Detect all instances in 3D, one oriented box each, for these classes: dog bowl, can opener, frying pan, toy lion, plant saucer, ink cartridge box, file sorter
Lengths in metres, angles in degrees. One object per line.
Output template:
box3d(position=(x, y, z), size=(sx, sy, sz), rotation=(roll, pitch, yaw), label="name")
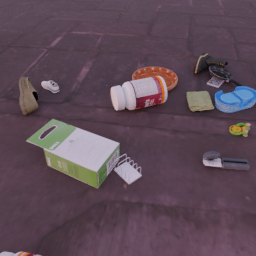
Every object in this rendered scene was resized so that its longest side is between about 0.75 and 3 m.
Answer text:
box3d(position=(4.855, -1.266, 12.587), size=(2.088, 0.517, 1.164), rotation=(-15, 42, -16), label="dog bowl")
box3d(position=(3.399, 1.129, 9.696), size=(1.586, 0.530, 0.423), rotation=(4, 40, 5), label="can opener")
box3d(position=(5.060, -2.585, 14.232), size=(2.115, 0.344, 1.279), rotation=(35, 42, 19), label="frying pan")
box3d(position=(4.482, 0.041, 11.270), size=(0.720, 0.258, 0.752), rotation=(14, 41, 28), label="toy lion")
box3d(position=(1.338, -2.409, 14.082), size=(2.267, 0.366, 2.267), rotation=(1, 40, -1), label="plant saucer")
box3d(position=(-1.878, 0.800, 9.781), size=(2.889, 0.857, 1.500), rotation=(19, 43, 19), label="ink cartridge box")
box3d(position=(-0.010, 1.362, 9.439), size=(0.570, 0.512, 0.822), rotation=(-28, 48, -29), label="file sorter")

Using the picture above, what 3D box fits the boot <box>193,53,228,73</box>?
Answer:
box3d(position=(4.424, -3.359, 14.947), size=(1.444, 0.809, 2.087), rotation=(23, 46, 18), label="boot")

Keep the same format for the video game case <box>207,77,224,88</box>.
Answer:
box3d(position=(4.457, -2.340, 14.216), size=(0.614, 0.077, 0.857), rotation=(25, 46, 26), label="video game case")

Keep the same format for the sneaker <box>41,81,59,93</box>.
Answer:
box3d(position=(-3.795, -2.122, 13.658), size=(1.160, 0.467, 0.443), rotation=(24, 47, 28), label="sneaker")

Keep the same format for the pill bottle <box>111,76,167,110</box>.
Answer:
box3d(position=(0.469, -1.488, 12.267), size=(2.264, 1.240, 1.240), rotation=(-14, 42, -14), label="pill bottle")

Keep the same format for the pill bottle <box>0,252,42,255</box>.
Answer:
box3d(position=(-2.326, 3.457, 6.608), size=(1.575, 0.899, 0.899), rotation=(7, 40, 7), label="pill bottle")

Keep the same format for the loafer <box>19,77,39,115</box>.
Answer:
box3d(position=(-4.443, -1.482, 12.647), size=(0.777, 0.876, 2.304), rotation=(-9, 51, -12), label="loafer")

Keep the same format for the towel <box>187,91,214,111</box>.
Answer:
box3d(position=(3.224, -1.230, 12.699), size=(1.091, 0.268, 1.471), rotation=(-2, 38, 3), label="towel")
